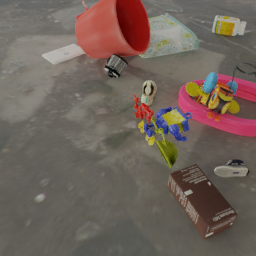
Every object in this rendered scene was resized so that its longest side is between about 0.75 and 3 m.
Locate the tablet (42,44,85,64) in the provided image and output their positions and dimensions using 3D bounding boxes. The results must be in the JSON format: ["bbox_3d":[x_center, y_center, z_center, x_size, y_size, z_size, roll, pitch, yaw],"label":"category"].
[{"bbox_3d":[-2.536,-2.991,11.236,1.545,0.105,1.005,-31,50,-30],"label":"tablet"}]

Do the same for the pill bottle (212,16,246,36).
[{"bbox_3d":[4.525,-4.546,12.511,1.329,0.749,0.749,15,44,17],"label":"pill bottle"}]

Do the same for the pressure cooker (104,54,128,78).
[{"bbox_3d":[-0.448,-2.094,9.674,0.670,0.660,0.750,31,89,48],"label":"pressure cooker"}]

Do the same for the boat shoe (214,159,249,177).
[{"bbox_3d":[2.416,0.940,6.661,0.822,0.307,0.381,5,35,-6],"label":"boat shoe"}]

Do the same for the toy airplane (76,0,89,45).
[{"bbox_3d":[-1.265,-4.539,12.215,2.809,0.517,2.809,-1,72,2],"label":"toy airplane"}]

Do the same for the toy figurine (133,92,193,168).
[{"bbox_3d":[1.089,-0.162,6.956,1.305,1.149,2.178,-18,38,-10],"label":"toy figurine"}]

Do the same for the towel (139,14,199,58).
[{"bbox_3d":[1.223,-3.892,11.850,2.484,0.699,2.902,-16,44,-13],"label":"towel"}]

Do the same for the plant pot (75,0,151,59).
[{"bbox_3d":[-0.607,-3.580,10.169,2.069,2.338,2.338,-8,33,34],"label":"plant pot"}]

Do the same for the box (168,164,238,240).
[{"bbox_3d":[1.494,1.483,5.846,0.710,0.531,1.418,-17,46,-18],"label":"box"}]

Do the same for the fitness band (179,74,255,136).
[{"bbox_3d":[3.008,-0.775,8.387,2.974,0.557,2.136,21,46,23],"label":"fitness band"}]

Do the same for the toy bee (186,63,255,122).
[{"bbox_3d":[2.342,-0.855,7.678,1.603,2.450,1.331,21,85,14],"label":"toy bee"}]

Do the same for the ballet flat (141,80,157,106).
[{"bbox_3d":[0.694,-1.253,9.005,0.474,0.438,1.406,4,41,4],"label":"ballet flat"}]
